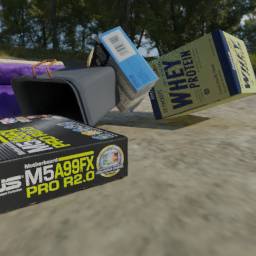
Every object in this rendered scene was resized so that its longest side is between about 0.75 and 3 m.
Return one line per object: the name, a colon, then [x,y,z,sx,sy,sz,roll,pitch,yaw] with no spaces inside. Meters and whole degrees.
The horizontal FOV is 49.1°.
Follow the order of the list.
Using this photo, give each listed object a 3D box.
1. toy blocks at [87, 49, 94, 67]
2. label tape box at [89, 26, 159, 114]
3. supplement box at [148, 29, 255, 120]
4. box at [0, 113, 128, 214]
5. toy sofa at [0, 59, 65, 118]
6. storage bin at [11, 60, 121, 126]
toy blocks: [-0.606,-1.894,11.459,2.755,2.296,1.000,24,-17,17]
label tape box: [-0.292,-1.328,7.702,0.771,1.671,2.332,-33,-6,-25]
supplement box: [2.199,-1.444,8.370,2.503,1.680,2.500,-18,-4,37]
box: [-1.702,0.326,4.352,2.259,0.624,2.820,-9,14,-37]
toy sofa: [-2.799,-0.908,7.422,1.459,1.238,2.990,-33,-9,29]
storage bin: [-1.408,-0.890,6.722,2.312,1.683,1.553,9,34,36]
